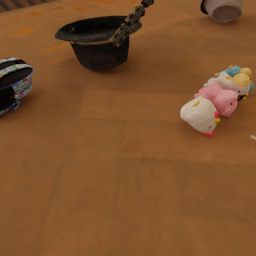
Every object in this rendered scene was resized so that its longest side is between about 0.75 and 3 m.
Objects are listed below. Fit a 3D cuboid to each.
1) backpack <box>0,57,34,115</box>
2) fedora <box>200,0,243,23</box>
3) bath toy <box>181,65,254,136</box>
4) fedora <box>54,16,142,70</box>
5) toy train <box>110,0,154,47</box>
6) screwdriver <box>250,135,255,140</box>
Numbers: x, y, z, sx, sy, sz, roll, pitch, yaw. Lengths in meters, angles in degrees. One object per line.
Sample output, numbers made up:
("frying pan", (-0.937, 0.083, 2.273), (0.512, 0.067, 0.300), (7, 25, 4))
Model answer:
("backpack", (-3.394, -1.192, 7.641), (1.502, 1.107, 1.645), (31, 51, 30))
("fedora", (4.169, -5.168, 11.877), (2.206, 1.951, 0.996), (-1, 70, -38))
("bath toy", (2.430, -0.742, 7.326), (2.707, 1.177, 1.000), (-40, 100, -37))
("fedora", (-0.879, -2.700, 9.060), (2.899, 1.324, 2.899), (-7, 33, 4))
("toy train", (0.157, -2.723, 6.871), (1.775, 0.303, 0.406), (-52, 20, 0))
("screwdriver", (3.712, 0.699, 6.117), (2.202, 0.307, 0.320), (30, 20, 25))
